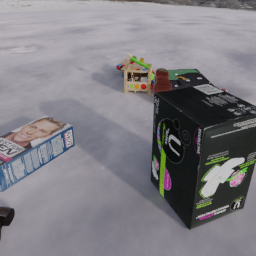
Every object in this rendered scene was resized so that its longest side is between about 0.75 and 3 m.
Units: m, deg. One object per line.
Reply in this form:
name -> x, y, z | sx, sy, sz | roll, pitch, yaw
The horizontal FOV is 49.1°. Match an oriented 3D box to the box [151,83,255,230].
box -> 1.665, 0.569, 6.488 | 1.618, 2.603, 1.933 | -12, 31, -21

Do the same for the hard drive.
hard drive -> 2.824, -2.263, 13.854 | 2.031, 0.550, 2.907 | -3, 29, -5

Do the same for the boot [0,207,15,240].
boot -> -3.368, 2.092, 5.942 | 1.410, 0.483, 1.327 | 2, 29, 5

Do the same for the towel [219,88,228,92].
towel -> 4.373, -1.803, 13.498 | 0.855, 0.097, 0.616 | 9, 28, 12

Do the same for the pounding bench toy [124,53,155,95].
pounding bench toy -> 0.569, -2.607, 13.208 | 1.382, 1.772, 1.101 | 3, 29, 7

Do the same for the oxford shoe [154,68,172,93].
oxford shoe -> 1.562, -1.752, 12.763 | 0.783, 0.831, 2.221 | 7, 49, 3

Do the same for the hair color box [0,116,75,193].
hair color box -> -3.019, 0.614, 8.285 | 1.365, 0.826, 2.730 | 18, 33, 29

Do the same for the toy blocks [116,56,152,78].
toy blocks -> 0.145, -3.208, 15.394 | 1.944, 0.971, 1.329 | 22, 47, 29
